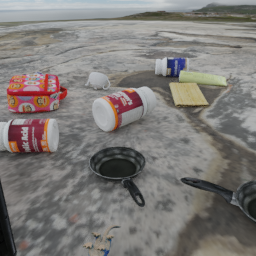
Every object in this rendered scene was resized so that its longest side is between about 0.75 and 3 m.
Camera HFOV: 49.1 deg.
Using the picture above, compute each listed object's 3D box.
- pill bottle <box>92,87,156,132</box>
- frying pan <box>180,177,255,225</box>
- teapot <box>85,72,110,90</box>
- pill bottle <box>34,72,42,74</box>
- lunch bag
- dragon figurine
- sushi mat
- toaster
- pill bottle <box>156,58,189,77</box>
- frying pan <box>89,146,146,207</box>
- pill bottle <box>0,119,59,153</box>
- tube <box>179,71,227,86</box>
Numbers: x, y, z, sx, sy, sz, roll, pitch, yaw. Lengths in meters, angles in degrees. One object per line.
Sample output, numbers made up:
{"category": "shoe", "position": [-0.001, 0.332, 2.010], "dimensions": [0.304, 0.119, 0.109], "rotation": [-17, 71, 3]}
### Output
{"category": "pill bottle", "position": [-0.081, -0.679, 9.100], "dimensions": [1.967, 1.077, 1.077], "rotation": [-24, 34, -34]}
{"category": "frying pan", "position": [2.386, 1.533, 5.432], "dimensions": [2.538, 0.413, 1.535], "rotation": [-1, 25, 2]}
{"category": "teapot", "position": [-1.332, -2.050, 12.531], "dimensions": [0.911, 0.674, 0.923], "rotation": [16, -6, -23]}
{"category": "pill bottle", "position": [-4.297, -2.317, 13.226], "dimensions": [0.491, 0.491, 0.884], "rotation": [-2, 27, -4]}
{"category": "lunch bag", "position": [-3.450, -1.393, 10.879], "dimensions": [2.151, 1.001, 2.442], "rotation": [-2, 26, -15]}
{"category": "dragon figurine", "position": [-0.437, 2.036, 4.394], "dimensions": [0.392, 0.662, 1.331], "rotation": [3, 7, 10]}
{"category": "sushi mat", "position": [2.467, -1.431, 11.725], "dimensions": [1.258, 0.159, 2.629], "rotation": [2, 28, 1]}
{"category": "toaster", "position": [-2.826, 1.333, 3.842], "dimensions": [1.981, 2.191, 1.300], "rotation": [-24, 39, -38]}
{"category": "pill bottle", "position": [2.254, -3.119, 14.347], "dimensions": [1.646, 0.953, 0.953], "rotation": [1, 26, 4]}
{"category": "frying pan", "position": [0.038, 1.031, 6.513], "dimensions": [1.365, 0.367, 2.256], "rotation": [-21, 35, -35]}
{"category": "pill bottle", "position": [-2.750, 0.209, 7.558], "dimensions": [1.589, 0.907, 0.907], "rotation": [-1, 26, -2]}
{"category": "tube", "position": [3.539, -2.322, 13.288], "dimensions": [2.181, 0.633, 0.566], "rotation": [7, -10, 7]}
